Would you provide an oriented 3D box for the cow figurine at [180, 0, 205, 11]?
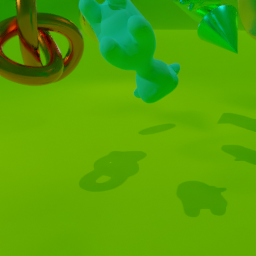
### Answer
[{"bbox_3d":[0.886,-2.704,4.579,0.731,1.310,1.331,-35,52,-27],"label":"cow figurine"}]

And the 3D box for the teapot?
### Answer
[{"bbox_3d":[1.276,-1.056,2.331,0.517,0.657,1.056,-20,23,4],"label":"teapot"}]

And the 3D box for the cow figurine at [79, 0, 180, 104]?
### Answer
[{"bbox_3d":[0.090,-1.041,3.724,0.790,1.440,1.417,-33,-18,13],"label":"cow figurine"}]

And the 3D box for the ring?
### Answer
[{"bbox_3d":[-0.597,-2.611,6.472,1.215,1.215,0.243,-18,32,-38],"label":"ring"}]

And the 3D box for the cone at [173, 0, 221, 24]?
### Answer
[{"bbox_3d":[1.535,-3.153,6.983,1.087,1.083,1.083,-16,26,-32],"label":"cone"}]

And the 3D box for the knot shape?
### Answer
[{"bbox_3d":[-1.443,-1.431,4.775,0.866,1.875,1.754,-7,-16,25],"label":"knot shape"}]

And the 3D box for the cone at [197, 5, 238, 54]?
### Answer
[{"bbox_3d":[2.438,-2.215,6.902,1.086,1.086,1.090,-8,60,-20],"label":"cone"}]
